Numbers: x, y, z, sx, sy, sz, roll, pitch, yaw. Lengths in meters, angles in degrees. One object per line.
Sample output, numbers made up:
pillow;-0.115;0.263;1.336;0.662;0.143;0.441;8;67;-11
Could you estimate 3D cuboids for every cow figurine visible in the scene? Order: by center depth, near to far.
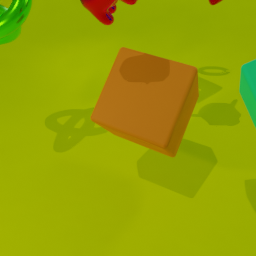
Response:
cow figurine;-0.295;-1.680;2.991;0.945;0.960;0.527;30;52;-32

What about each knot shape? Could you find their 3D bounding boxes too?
knot shape;-2.552;-1.810;5.075;1.968;0.909;1.842;-58;24;-13

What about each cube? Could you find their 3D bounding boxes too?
cube;1.818;-0.279;2.887;0.970;0.970;0.970;-23;76;17
cube;0.362;-0.373;4.720;1.275;1.275;1.275;21;84;18

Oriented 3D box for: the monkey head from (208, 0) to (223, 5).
monkey head;1.126;-2.651;4.521;1.711;1.231;1.031;-38;34;5
